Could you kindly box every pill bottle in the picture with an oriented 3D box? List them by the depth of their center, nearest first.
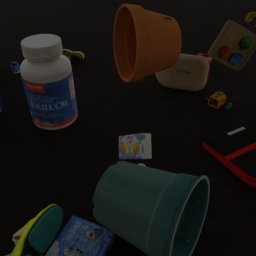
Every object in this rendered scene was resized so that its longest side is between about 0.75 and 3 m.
[{"bbox_3d":[-2.615,-1.494,9.254,1.612,2.872,1.612,-1,38,1],"label":"pill bottle"}]

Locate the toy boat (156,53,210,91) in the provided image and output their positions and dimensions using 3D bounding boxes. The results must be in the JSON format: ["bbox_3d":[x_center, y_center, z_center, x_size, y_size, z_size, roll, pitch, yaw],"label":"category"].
[{"bbox_3d":[2.317,-2.368,11.921,2.224,1.452,1.454,11,9,14],"label":"toy boat"}]

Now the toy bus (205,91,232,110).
[{"bbox_3d":[3.500,-1.146,10.760,0.915,0.501,0.970,-2,38,-2],"label":"toy bus"}]

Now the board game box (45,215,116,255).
[{"bbox_3d":[-1.015,2.586,6.101,1.133,0.247,1.138,13,39,19],"label":"board game box"}]

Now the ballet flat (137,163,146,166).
[{"bbox_3d":[0.367,1.254,7.709,0.364,0.404,1.072,11,38,0],"label":"ballet flat"}]

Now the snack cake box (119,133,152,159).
[{"bbox_3d":[0.119,0.353,5.297,0.269,0.460,0.800,1,-6,-29],"label":"snack cake box"}]

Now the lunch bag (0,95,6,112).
[{"bbox_3d":[-6.349,-1.507,10.087,2.535,1.847,2.982,-24,44,-32],"label":"lunch bag"}]

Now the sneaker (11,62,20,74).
[{"bbox_3d":[-5.336,-2.978,13.206,0.374,0.445,1.135,-16,39,-17],"label":"sneaker"}]

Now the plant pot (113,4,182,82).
[{"bbox_3d":[0.548,-2.406,7.973,1.449,2.070,2.070,-8,38,-18],"label":"plant pot"}]

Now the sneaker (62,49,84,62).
[{"bbox_3d":[-2.914,-3.557,13.880,1.412,0.526,0.598,1,38,1],"label":"sneaker"}]

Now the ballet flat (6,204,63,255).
[{"bbox_3d":[-2.159,2.561,5.796,0.783,0.780,2.335,-7,36,21],"label":"ballet flat"}]

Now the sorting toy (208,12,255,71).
[{"bbox_3d":[3.864,-3.065,9.658,1.458,1.957,0.262,21,24,-18],"label":"sorting toy"}]

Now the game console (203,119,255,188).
[{"bbox_3d":[3.973,0.664,8.510,2.592,0.402,2.293,-19,35,-21],"label":"game console"}]

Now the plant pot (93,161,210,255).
[{"bbox_3d":[0.455,1.695,6.037,1.987,2.028,2.028,16,40,32],"label":"plant pot"}]

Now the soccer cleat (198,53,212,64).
[{"bbox_3d":[3.290,-3.326,13.509,1.595,0.610,0.532,-5,38,-8],"label":"soccer cleat"}]
